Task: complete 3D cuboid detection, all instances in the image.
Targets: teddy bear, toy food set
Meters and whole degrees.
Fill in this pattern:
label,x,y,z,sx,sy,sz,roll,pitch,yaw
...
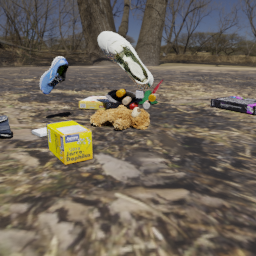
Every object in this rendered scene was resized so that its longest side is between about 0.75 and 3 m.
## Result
label,x,y,z,sx,sy,sz,roll,pitch,yaw
teddy bear,-0.313,-0.450,10.662,2.279,0.761,1.652,9,20,30
toy food set,0.385,-1.192,11.308,1.590,0.759,0.715,5,21,15

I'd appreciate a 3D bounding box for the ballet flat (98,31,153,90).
label,x,y,z,sx,sy,sz,roll,pitch,yaw
ballet flat,-0.076,-2.718,10.838,1.016,2.928,1.016,-42,-1,-1

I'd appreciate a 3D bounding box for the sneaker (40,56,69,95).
label,x,y,z,sx,sy,sz,roll,pitch,yaw
sneaker,-2.766,-1.911,10.543,0.615,1.566,0.698,19,21,-48

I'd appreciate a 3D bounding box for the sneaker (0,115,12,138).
label,x,y,z,sx,sy,sz,roll,pitch,yaw
sneaker,-4.555,0.076,8.731,1.477,0.777,2.044,-2,15,4

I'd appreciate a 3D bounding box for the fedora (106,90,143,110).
label,x,y,z,sx,sy,sz,roll,pitch,yaw
fedora,-0.211,-1.086,12.582,1.570,0.802,1.775,-13,33,-32

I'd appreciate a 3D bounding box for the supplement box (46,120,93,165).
label,x,y,z,sx,sy,sz,roll,pitch,yaw
supplement box,-1.645,0.348,7.746,0.793,0.798,1.458,-10,18,-30

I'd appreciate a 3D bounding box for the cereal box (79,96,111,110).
label,x,y,z,sx,sy,sz,roll,pitch,yaw
cereal box,-1.507,-1.319,14.345,1.415,0.389,1.966,3,16,11

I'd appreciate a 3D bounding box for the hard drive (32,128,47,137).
label,x,y,z,sx,sy,sz,roll,pitch,yaw
hard drive,-2.787,0.103,9.843,0.961,0.128,0.634,-15,21,-43

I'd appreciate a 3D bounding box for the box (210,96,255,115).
label,x,y,z,sx,sy,sz,roll,pitch,yaw
box,5.588,-1.154,13.712,1.780,0.449,2.489,-10,20,-33

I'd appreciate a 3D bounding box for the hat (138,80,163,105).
label,x,y,z,sx,sy,sz,roll,pitch,yaw
hat,1.087,-1.971,15.137,1.150,1.222,1.388,10,19,31
